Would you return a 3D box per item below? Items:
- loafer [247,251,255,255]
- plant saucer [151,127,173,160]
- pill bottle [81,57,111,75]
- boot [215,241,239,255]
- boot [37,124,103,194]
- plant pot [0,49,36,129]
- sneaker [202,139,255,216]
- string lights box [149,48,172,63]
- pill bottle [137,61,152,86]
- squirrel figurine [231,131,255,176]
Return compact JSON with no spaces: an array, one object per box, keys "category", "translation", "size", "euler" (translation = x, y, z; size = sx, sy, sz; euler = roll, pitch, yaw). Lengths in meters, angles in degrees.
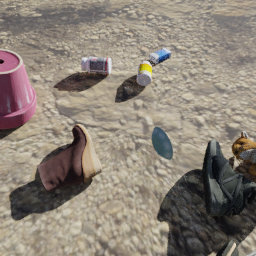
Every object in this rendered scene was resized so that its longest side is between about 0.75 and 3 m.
[{"category":"loafer","translation":[4.190,3.419,7.426],"size":[2.514,0.877,0.879],"euler":[-11,47,-11]},{"category":"plant saucer","translation":[0.860,0.446,7.539],"size":[0.187,0.971,0.971],"euler":[-21,49,-20]},{"category":"pill bottle","translation":[-1.564,-3.099,13.854],"size":[1.399,0.811,0.811],"euler":[6,46,4]},{"category":"boot","translation":[2.605,4.234,6.736],"size":[1.701,0.953,2.459],"euler":[28,65,19]},{"category":"boot","translation":[-2.200,0.960,9.825],"size":[2.023,0.880,2.432],"euler":[-17,51,-18]},{"category":"plant pot","translation":[-4.998,-1.664,11.063],"size":[2.615,2.341,2.615],"euler":[8,45,-8]},{"category":"sneaker","translation":[3.265,1.595,9.156],"size":[1.537,1.026,2.683],"euler":[4,49,2]},{"category":"string lights box","translation":[1.735,-3.870,14.942],"size":[1.108,0.327,0.570],"euler":[-28,52,-25]},{"category":"pill bottle","translation":[0.802,-2.667,13.500],"size":[0.708,0.708,1.296],"euler":[4,46,4]},{"category":"squirrel figurine","translation":[4.755,0.932,9.710],"size":[2.063,1.564,2.210],"euler":[26,36,37]}]
